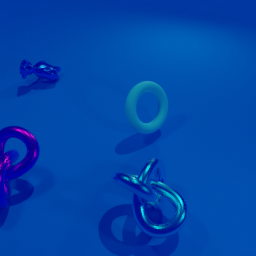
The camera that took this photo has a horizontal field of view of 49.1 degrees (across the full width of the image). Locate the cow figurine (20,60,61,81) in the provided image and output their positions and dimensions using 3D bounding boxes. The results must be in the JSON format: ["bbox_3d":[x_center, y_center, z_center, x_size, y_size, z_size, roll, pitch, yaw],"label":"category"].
[{"bbox_3d":[-3.234,-2.089,10.226,1.318,0.723,1.297,19,21,5],"label":"cow figurine"}]

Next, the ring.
[{"bbox_3d":[0.554,-0.575,7.962,1.497,1.497,0.299,-30,23,-29],"label":"ring"}]

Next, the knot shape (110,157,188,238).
[{"bbox_3d":[0.543,1.485,5.974,1.779,0.822,1.665,6,45,-48],"label":"knot shape"}]

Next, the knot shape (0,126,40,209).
[{"bbox_3d":[-2.929,1.010,6.573,1.898,0.877,1.776,-37,43,21],"label":"knot shape"}]
